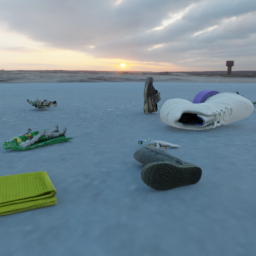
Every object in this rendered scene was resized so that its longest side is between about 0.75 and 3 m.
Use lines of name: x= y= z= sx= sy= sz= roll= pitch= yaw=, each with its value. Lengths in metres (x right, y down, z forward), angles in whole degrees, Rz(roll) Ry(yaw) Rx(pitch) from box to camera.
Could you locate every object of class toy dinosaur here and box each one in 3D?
toy dinosaur: x=5.617 y=-1.371 z=13.984 sx=2.631 sy=0.624 sz=1.160 roll=-8 pitch=28 yaw=-37

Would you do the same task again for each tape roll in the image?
tape roll: x=2.754 y=-0.744 z=9.523 sx=1.074 sy=1.074 sz=0.456 roll=-3 pitch=12 yaw=-17

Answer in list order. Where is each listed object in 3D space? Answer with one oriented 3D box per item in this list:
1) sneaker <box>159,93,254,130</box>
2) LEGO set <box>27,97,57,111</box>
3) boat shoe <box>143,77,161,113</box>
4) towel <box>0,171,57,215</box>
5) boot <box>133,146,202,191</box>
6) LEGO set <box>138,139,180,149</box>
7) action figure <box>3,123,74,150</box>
sneaker: x=2.432 y=-0.354 z=8.344 sx=2.849 sy=1.061 sz=1.241 roll=-9 pitch=22 yaw=-5
LEGO set: x=-3.830 y=-1.017 z=12.812 sx=1.284 sy=0.560 sz=1.978 roll=6 pitch=0 yaw=18
boat shoe: x=0.969 y=-1.295 z=11.051 sx=0.669 sy=1.825 sz=0.680 roll=4 pitch=55 yaw=5
towel: x=-2.327 y=0.879 z=3.496 sx=2.679 sy=0.242 sz=1.153 roll=-5 pitch=13 yaw=-24
boot: x=0.425 y=0.564 z=4.543 sx=1.128 sy=0.450 sz=1.241 roll=10 pitch=12 yaw=-31
LEGO set: x=0.656 y=0.401 z=6.272 sx=0.860 sy=0.211 sz=0.642 roll=6 pitch=5 yaw=-39
action figure: x=-2.137 y=0.224 z=6.455 sx=0.923 sy=0.427 sz=1.562 roll=11 pitch=19 yaw=33
